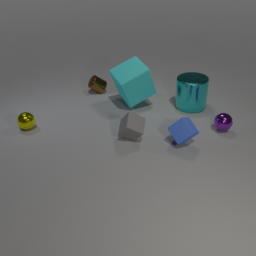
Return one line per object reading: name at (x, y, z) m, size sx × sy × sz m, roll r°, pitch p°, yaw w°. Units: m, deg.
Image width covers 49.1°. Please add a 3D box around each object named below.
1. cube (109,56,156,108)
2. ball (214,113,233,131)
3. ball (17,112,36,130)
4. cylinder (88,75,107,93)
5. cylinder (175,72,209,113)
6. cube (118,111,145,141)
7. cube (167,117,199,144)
cube at (0.219, -2.064, 12.509) m, size 1.400 × 1.400 × 1.400 m, roll -30°, pitch 45°, yaw -5°
ball at (3.696, -0.238, 10.852) m, size 0.700 × 0.700 × 0.700 m, roll 0°, pitch 30°, yaw 0°
ball at (-4.004, -0.284, 11.026) m, size 0.700 × 0.700 × 0.700 m, roll 0°, pitch 30°, yaw 0°
cylinder at (-1.543, -2.207, 14.154) m, size 0.700 × 0.700 × 0.700 m, roll 24°, pitch 15°, yaw -33°
cylinder at (2.854, -1.605, 12.573) m, size 1.400 × 1.400 × 1.400 m, roll -2°, pitch 33°, yaw 2°
cube at (0.137, -0.057, 10.187) m, size 0.700 × 0.700 × 0.700 m, roll 22°, pitch 56°, yaw -20°
cube at (1.968, 0.089, 9.937) m, size 0.700 × 0.700 × 0.700 m, roll -4°, pitch 60°, yaw -59°
